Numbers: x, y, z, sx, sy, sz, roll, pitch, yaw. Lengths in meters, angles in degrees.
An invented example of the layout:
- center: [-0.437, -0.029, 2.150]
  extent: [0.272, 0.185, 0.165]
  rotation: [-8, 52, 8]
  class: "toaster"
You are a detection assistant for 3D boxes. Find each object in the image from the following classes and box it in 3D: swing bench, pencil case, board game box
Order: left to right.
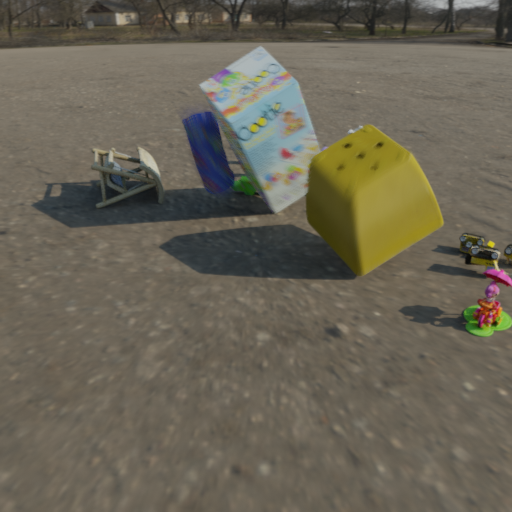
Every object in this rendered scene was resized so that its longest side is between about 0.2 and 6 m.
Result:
- center: [-3.035, -1.915, 13.270]
  extent: [1.587, 1.030, 1.579]
  rotation: [-6, 27, -13]
  class: "swing bench"
- center: [-0.979, -2.231, 12.082]
  extent: [0.766, 1.764, 0.688]
  rotation: [-35, 31, -30]
  class: "pencil case"
- center: [0.246, -2.520, 11.651]
  extent: [1.509, 2.877, 1.482]
  rotation: [-33, 54, -1]
  class: "board game box"

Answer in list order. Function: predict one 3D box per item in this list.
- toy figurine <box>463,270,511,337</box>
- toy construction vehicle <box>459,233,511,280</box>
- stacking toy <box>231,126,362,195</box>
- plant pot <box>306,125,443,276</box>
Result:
- center: [3.462, 0.629, 8.307]
  extent: [0.693, 0.850, 0.923]
  rotation: [20, 33, 34]
  class: "toy figurine"
- center: [4.276, 0.034, 10.083]
  extent: [1.323, 0.466, 1.152]
  rotation: [15, 19, 22]
  class: "toy construction vehicle"
- center: [1.363, -2.465, 14.309]
  extent: [3.697, 0.869, 2.787]
  rotation: [-1, 27, 8]
  class: "stacking toy"
- center: [1.908, -1.124, 9.743]
  extent: [1.842, 1.625, 1.842]
  rotation: [-31, 47, -6]
  class: "plant pot"
